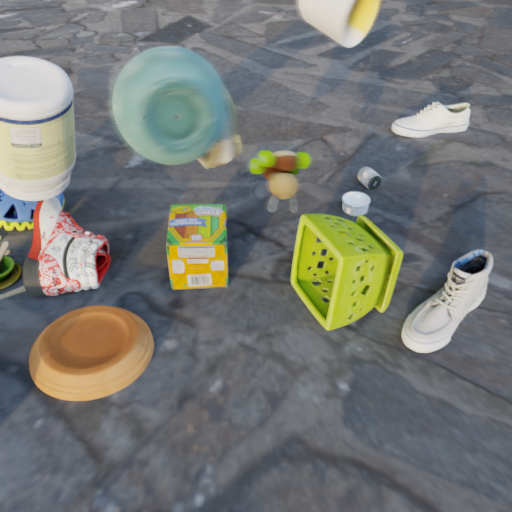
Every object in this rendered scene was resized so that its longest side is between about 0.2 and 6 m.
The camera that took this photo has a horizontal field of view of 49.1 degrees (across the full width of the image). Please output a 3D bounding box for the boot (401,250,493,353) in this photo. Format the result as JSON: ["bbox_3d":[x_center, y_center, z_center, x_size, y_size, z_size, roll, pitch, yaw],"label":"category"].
[{"bbox_3d":[3.091,0.635,9.015,0.773,1.004,2.101,29,46,32],"label":"boot"}]

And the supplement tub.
[{"bbox_3d":[-3.729,-2.034,9.189,1.452,2.003,1.452,8,48,-9],"label":"supplement tub"}]

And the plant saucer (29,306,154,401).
[{"bbox_3d":[-2.533,1.377,8.593,1.870,0.350,1.870,-1,37,0],"label":"plant saucer"}]

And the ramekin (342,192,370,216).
[{"bbox_3d":[2.107,-1.089,11.877,0.589,0.287,0.589,0,37,0],"label":"ramekin"}]

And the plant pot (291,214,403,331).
[{"bbox_3d":[1.521,0.173,9.321,1.326,1.461,1.454,-8,36,-21],"label":"plant pot"}]

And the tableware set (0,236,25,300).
[{"bbox_3d":[-5.437,0.121,10.182,1.854,0.422,2.753,-25,44,-28],"label":"tableware set"}]

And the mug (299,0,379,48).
[{"bbox_3d":[1.570,-4.775,10.730,1.223,1.193,1.490,34,28,24],"label":"mug"}]

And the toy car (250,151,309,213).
[{"bbox_3d":[0.402,-1.162,9.056,0.789,0.960,0.758,-1,-8,-21],"label":"toy car"}]

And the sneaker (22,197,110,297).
[{"bbox_3d":[-3.392,-0.259,10.349,1.362,0.849,2.542,-5,41,-8],"label":"sneaker"}]

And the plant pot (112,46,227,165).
[{"bbox_3d":[-1.142,-1.986,7.756,1.660,1.660,1.112,-8,25,-10],"label":"plant pot"}]

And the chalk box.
[{"bbox_3d":[-1.045,-0.302,10.228,1.038,1.031,1.664,-2,38,-4],"label":"chalk box"}]

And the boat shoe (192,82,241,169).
[{"bbox_3d":[-0.801,-2.255,9.406,0.724,2.116,0.791,-39,57,-13],"label":"boat shoe"}]

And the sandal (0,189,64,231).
[{"bbox_3d":[-5.200,-1.208,11.008,2.823,1.229,1.122,-4,32,-35],"label":"sandal"}]

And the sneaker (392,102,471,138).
[{"bbox_3d":[4.648,-3.689,14.879,2.196,0.777,0.802,-10,38,-13],"label":"sneaker"}]

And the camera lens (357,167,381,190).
[{"bbox_3d":[2.562,-1.752,12.658,0.390,0.390,0.487,-14,40,-18],"label":"camera lens"}]
